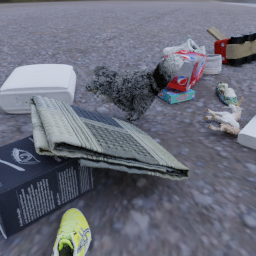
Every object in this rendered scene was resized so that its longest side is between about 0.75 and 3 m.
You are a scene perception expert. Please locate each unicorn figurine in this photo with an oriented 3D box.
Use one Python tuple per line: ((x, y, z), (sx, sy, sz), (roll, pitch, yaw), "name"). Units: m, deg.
((2.644, -0.259, 7.534), (1.060, 0.570, 1.543), (9, 43, -3), "unicorn figurine")

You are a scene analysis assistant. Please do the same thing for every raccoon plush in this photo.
((0.041, -1.394, 7.084), (1.741, 2.598, 1.257), (32, 42, -7), "raccoon plush")

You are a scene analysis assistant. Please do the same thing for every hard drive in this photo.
((4.157, -0.008, 7.167), (1.755, 0.350, 2.661), (22, 35, 34), "hard drive")

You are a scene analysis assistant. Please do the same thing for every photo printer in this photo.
((-2.785, -1.401, 9.131), (2.125, 0.887, 2.554), (-3, 30, -5), "photo printer")

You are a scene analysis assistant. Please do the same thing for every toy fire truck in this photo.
((4.781, -4.049, 13.456), (2.308, 1.687, 2.623), (-22, 24, -33), "toy fire truck")

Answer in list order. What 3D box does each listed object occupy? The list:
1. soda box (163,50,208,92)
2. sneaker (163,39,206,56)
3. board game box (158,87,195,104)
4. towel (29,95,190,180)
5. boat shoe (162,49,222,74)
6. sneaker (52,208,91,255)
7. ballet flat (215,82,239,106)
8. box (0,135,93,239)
((2.008, -2.113, 9.918), (1.037, 0.940, 2.963), (18, 24, 17), "soda box")
((2.623, -3.617, 12.975), (0.908, 1.068, 2.414), (-24, 36, -34), "sneaker")
((1.476, -1.243, 9.463), (0.974, 0.288, 1.280), (-13, 32, -25), "board game box")
((-0.534, 0.198, 5.586), (2.708, 0.486, 2.812), (16, 12, -28), "towel")
((2.656, -2.882, 11.837), (2.547, 0.873, 0.917), (17, 33, 28), "boat shoe")
((-0.800, 1.633, 4.027), (0.515, 0.522, 1.367), (-5, 29, -6), "sneaker")
((3.205, -1.151, 9.140), (0.506, 0.506, 1.364), (-4, 29, -8), "ballet flat")
((-1.709, 0.851, 5.021), (1.751, 0.914, 1.296), (-23, 36, -35), "box")
